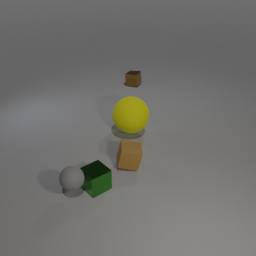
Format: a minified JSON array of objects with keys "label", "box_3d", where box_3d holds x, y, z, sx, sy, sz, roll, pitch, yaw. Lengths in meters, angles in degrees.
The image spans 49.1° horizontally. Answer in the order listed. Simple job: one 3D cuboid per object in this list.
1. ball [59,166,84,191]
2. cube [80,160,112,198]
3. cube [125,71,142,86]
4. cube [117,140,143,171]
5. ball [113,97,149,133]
[{"label":"ball","box_3d":[-1.575,1.410,7.853,0.700,0.700,0.700,0,30,0]},{"label":"cube","box_3d":[-0.961,1.501,8.364,0.700,0.700,0.700,-22,37,-35]},{"label":"cube","box_3d":[0.308,-2.789,15.755,0.700,0.700,0.700,7,29,23]},{"label":"cube","box_3d":[0.040,0.897,9.254,0.700,0.700,0.700,10,28,-9]},{"label":"ball","box_3d":[0.108,-0.503,10.724,1.400,1.400,1.400,0,30,0]}]
